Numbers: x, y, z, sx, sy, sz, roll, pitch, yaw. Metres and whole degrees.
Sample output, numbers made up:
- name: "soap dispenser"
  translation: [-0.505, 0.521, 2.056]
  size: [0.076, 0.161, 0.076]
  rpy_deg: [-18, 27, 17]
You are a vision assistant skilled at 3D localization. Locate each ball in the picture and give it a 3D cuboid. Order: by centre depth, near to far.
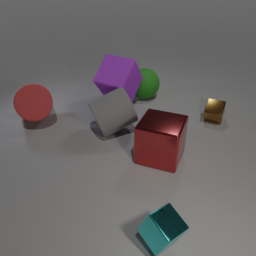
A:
- name: "ball"
  translation: [0.784, -2.092, 13.135]
  size: [1.400, 1.400, 1.400]
  rpy_deg: [0, 32, 0]

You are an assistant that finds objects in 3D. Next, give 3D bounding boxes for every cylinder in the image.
- name: "cylinder"
  translation: [-0.547, -0.594, 10.344]
  size: [1.400, 1.400, 1.400]
  rpy_deg: [-27, 36, -4]
- name: "cylinder"
  translation: [-3.695, -1.032, 11.046]
  size: [1.400, 1.400, 1.400]
  rpy_deg: [-9, 11, -14]

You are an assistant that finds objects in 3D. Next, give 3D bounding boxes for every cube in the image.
- name: "cube"
  translation: [0.771, 2.235, 6.215]
  size: [0.700, 0.700, 0.700]
  rpy_deg: [-15, 54, -40]
- name: "cube"
  translation: [1.080, 0.373, 9.139]
  size: [1.400, 1.400, 1.400]
  rpy_deg: [12, 33, 18]
- name: "cube"
  translation: [3.493, -0.669, 11.281]
  size: [0.700, 0.700, 0.700]
  rpy_deg: [15, 66, 22]
- name: "cube"
  translation: [-0.382, -2.075, 11.908]
  size: [1.400, 1.400, 1.400]
  rpy_deg: [17, 75, 23]
